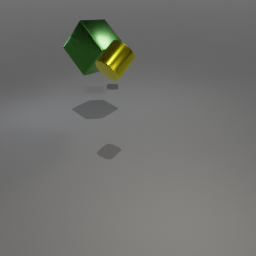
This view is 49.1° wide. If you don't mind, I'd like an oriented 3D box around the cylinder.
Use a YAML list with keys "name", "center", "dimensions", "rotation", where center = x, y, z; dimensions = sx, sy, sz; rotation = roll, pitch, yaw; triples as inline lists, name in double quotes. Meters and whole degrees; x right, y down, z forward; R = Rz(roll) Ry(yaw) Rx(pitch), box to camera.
- name: "cylinder"
  center: [-0.308, -1.615, 6.735]
  dimensions: [0.700, 0.700, 0.700]
  rotation: [26, 73, 38]

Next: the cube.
- name: "cube"
  center: [-1.267, -3.046, 10.544]
  dimensions: [1.400, 1.400, 1.400]
  rotation: [54, 40, 5]
